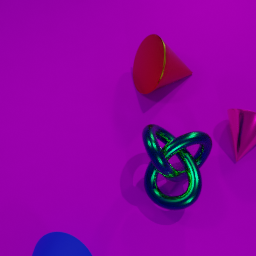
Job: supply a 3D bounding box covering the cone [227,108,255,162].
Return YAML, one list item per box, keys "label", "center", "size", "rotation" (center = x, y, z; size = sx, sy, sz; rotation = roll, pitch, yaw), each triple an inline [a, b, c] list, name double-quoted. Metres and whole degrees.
- label: "cone"
  center: [2.922, 0.279, 7.052]
  size: [1.206, 1.206, 1.211]
  rotation: [19, 88, 10]

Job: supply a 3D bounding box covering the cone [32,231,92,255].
- label: "cone"
  center: [-1.488, 2.793, 4.749]
  size: [1.466, 1.471, 1.466]
  rotation: [3, 98, 20]

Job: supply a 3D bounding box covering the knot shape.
- label: "knot shape"
  center: [0.972, 0.658, 6.287]
  size: [1.833, 0.905, 1.959]
  rotation: [46, 66, -14]

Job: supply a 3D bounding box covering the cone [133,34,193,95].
- label: "cone"
  center: [1.238, -1.682, 8.010]
  size: [1.634, 1.628, 1.628]
  rotation: [4, 59, -28]
